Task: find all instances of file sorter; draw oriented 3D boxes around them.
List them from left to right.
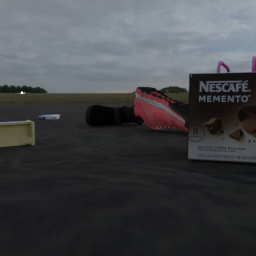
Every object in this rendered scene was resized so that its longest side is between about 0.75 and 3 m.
[{"bbox_3d":[3.474,-0.553,5.987,2.993,1.877,2.080,3,7,26],"label":"file sorter"}]

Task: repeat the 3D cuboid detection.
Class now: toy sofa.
[{"bbox_3d":[-2.692,0.129,5.896,1.317,0.545,0.643,-5,9,-38],"label":"toy sofa"}]

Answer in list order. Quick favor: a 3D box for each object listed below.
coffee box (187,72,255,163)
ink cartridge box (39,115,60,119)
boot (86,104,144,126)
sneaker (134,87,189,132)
[{"bbox_3d":[2.284,-0.184,4.604,2.532,1.431,1.010,2,6,16],"label":"coffee box"},{"bbox_3d":[-3.864,-0.537,13.865,0.870,0.207,0.880,-2,4,-1],"label":"ink cartridge box"},{"bbox_3d":[-0.422,-0.475,10.366,1.567,0.789,2.096,4,7,29],"label":"boot"},{"bbox_3d":[1.198,-0.345,8.773,0.979,1.152,2.656,-11,36,-43],"label":"sneaker"}]
